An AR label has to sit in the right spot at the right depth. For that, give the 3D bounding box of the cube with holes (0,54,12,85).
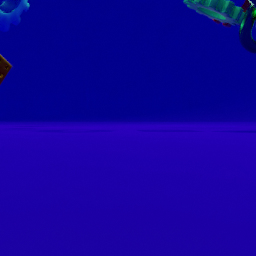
[{"bbox_3d":[-4.690,-1.984,9.079,1.025,1.025,1.025,14,-21,26],"label":"cube with holes"}]

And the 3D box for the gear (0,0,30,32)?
[{"bbox_3d":[-2.251,-2.537,5.095,0.278,1.502,1.502,26,3,3],"label":"gear"}]

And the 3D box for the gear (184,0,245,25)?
[{"bbox_3d":[1.909,-2.675,6.241,1.322,0.245,1.322,21,17,-7],"label":"gear"}]

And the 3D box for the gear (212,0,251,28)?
[{"bbox_3d":[3.011,-3.664,7.982,1.463,1.463,0.271,1,4,38],"label":"gear"}]

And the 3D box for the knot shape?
[{"bbox_3d":[2.218,-2.004,4.675,1.239,1.324,0.612,23,-12,-40],"label":"knot shape"}]
